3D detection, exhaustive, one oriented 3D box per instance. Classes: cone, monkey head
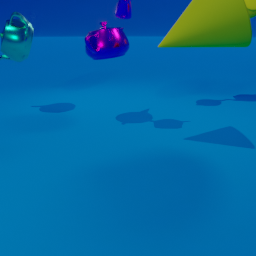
[{"bbox_3d":[1.203,-1.807,5.085,1.445,1.440,1.440,-25,17,11],"label":"cone"},{"bbox_3d":[-0.032,-2.748,5.586,1.329,0.956,0.801,7,40,-2],"label":"monkey head"}]

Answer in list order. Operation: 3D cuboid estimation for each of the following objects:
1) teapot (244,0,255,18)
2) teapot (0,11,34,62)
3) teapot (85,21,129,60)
[{"bbox_3d":[3.441,-3.827,8.503,1.899,1.181,0.930,-36,10,-11],"label":"teapot"},{"bbox_3d":[-3.228,-2.465,7.895,0.940,1.920,1.194,11,55,-26],"label":"teapot"},{"bbox_3d":[-0.507,-2.182,6.949,1.100,0.866,1.769,2,21,29],"label":"teapot"}]
